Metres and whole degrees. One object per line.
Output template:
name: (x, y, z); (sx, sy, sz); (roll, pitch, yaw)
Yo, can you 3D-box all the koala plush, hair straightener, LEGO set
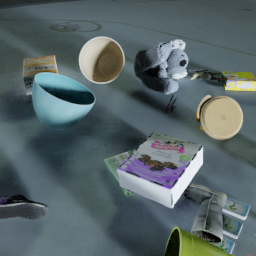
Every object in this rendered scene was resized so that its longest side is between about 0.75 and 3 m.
koala plush: (1.984, -3.309, 14.335); (2.760, 2.447, 2.536); (-28, 26, -29)
hair straightener: (1.995, -0.978, 12.464); (0.448, 0.238, 1.164); (26, 53, 2)
LEGO set: (3.320, 2.685, 7.006); (2.572, 0.631, 1.921); (19, 39, 31)

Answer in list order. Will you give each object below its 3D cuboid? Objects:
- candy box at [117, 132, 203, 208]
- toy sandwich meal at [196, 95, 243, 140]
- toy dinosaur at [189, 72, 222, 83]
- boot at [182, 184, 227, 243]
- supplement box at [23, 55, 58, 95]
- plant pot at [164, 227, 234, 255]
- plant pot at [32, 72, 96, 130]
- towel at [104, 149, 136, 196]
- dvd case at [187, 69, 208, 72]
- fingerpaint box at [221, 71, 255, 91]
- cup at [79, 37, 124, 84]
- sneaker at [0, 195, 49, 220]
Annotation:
candy box: (1.012, 1.132, 8.406); (1.779, 0.759, 2.121); (15, 39, 32)
toy sandwich meal: (3.456, -0.408, 10.706); (1.826, 1.826, 0.625); (-3, 1, -5)
toy dinosaur: (4.499, -2.803, 15.182); (2.219, 0.527, 0.978); (-2, 28, -8)
boot: (1.961, 2.290, 7.627); (1.404, 0.560, 1.544); (5, 39, 27)
supplement box: (-4.564, -2.874, 14.788); (1.702, 0.993, 2.700); (-10, 36, -13)
plant pot: (1.564, 3.037, 5.951); (1.411, 1.465, 1.465); (15, 36, 2)
plant pot: (-2.707, -0.879, 11.035); (2.413, 1.625, 2.413); (23, 24, -11)
towel: (0.645, 1.266, 9.390); (2.375, 0.278, 1.811); (-17, 37, -21)
dvd case: (3.917, -3.261, 15.832); (0.790, 0.130, 1.051); (-9, 15, -14)
fingerpaint box: (5.737, -2.443, 14.565); (1.497, 0.549, 1.249); (2, 34, 4)
cup: (-1.223, -3.478, 14.896); (2.342, 2.342, 1.675); (5, 6, 8)
sneaker: (-2.966, 2.125, 7.887); (1.560, 0.591, 0.683); (1, 29, 1)
